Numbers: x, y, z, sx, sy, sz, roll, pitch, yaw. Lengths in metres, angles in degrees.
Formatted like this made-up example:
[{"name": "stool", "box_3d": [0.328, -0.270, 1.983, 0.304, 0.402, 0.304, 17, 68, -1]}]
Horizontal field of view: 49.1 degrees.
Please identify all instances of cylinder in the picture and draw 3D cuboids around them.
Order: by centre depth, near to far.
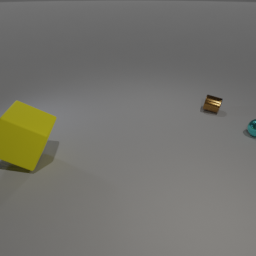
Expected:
[{"name": "cylinder", "box_3d": [3.831, -1.092, 12.695, 0.700, 0.700, 0.700, 19, 32, 14]}]

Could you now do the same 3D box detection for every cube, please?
[{"name": "cube", "box_3d": [-3.265, 0.219, 8.824, 1.400, 1.400, 1.400, 23, 23, -13]}]

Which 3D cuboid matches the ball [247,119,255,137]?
[{"name": "ball", "box_3d": [4.946, -0.003, 10.718, 0.700, 0.700, 0.700, 0, 28, 0]}]
